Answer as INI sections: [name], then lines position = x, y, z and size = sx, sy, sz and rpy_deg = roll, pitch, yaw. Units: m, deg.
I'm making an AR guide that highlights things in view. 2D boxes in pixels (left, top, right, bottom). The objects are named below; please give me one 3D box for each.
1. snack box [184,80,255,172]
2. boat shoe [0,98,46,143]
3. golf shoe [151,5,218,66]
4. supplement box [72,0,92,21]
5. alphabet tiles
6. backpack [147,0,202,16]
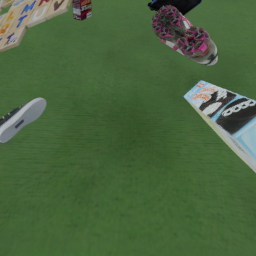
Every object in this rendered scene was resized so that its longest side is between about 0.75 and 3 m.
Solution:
[snack box]
position = 1.573, 0.130, 3.704
size = 0.457, 1.432, 2.466
rpy_deg = -43, 11, 11
[boat shoe]
position = -2.002, -0.216, 5.112
size = 0.332, 0.403, 1.174
rpy_deg = 28, 53, 18
[golf shoe]
position = 1.351, -2.235, 6.963
size = 0.799, 1.013, 2.200
rpy_deg = -45, 52, 16
[supplement box]
position = -1.507, -4.211, 9.160
size = 0.358, 1.175, 0.640
rpy_deg = 21, 43, 19
[alphabet tiles]
position = -2.058, -2.215, 5.374
size = 2.638, 0.100, 2.205
rpy_deg = -10, 52, 26
[backpack]
position = 1.315, -3.590, 7.396
size = 1.110, 1.213, 0.891
rpy_deg = 9, 82, -30
